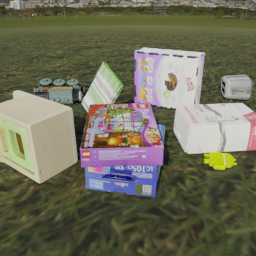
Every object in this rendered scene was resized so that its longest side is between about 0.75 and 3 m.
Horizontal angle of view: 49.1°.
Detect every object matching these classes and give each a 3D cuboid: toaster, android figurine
[{"bbox_3d":[5.387,-2.072,13.978,1.234,1.086,1.910,1,25,8],"label":"toaster"},{"bbox_3d":[2.821,0.989,8.628,0.986,0.202,0.897,4,26,10],"label":"android figurine"}]

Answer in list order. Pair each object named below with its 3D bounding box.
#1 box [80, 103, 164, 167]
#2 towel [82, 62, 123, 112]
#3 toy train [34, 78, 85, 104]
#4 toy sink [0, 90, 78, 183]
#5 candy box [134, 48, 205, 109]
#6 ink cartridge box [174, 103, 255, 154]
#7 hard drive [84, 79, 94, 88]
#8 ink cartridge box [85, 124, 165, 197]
[{"bbox_3d":[-0.195,0.061,7.676,1.927,0.551,2.817,-1,26,-3],"label":"box"},{"bbox_3d":[-0.917,-1.115,9.222,0.268,1.745,1.302,-3,46,-44],"label":"towel"},{"bbox_3d":[-3.296,-1.658,13.332,2.444,1.042,1.393,1,38,-4],"label":"toy train"},{"bbox_3d":[-3.117,0.137,8.511,2.835,1.848,1.588,20,33,33],"label":"toy sink"},{"bbox_3d":[1.806,-2.215,12.654,2.929,2.457,1.048,12,28,24],"label":"candy box"},{"bbox_3d":[3.081,-0.042,9.750,2.584,1.070,1.893,-2,26,-5],"label":"ink cartridge box"},{"bbox_3d":[-1.936,-2.506,15.838,0.735,0.231,1.090,13,29,25],"label":"hard drive"},{"bbox_3d":[-0.020,0.868,7.930,1.926,1.078,2.823,5,28,10],"label":"ink cartridge box"}]
